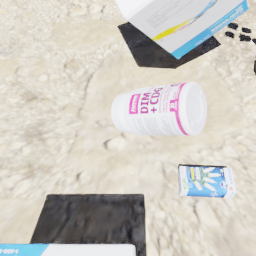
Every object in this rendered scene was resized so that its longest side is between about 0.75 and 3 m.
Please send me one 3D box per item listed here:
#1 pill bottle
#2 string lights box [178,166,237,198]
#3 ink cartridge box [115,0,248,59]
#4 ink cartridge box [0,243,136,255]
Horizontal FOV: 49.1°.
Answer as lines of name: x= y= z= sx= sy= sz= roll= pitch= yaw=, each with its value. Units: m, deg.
pill bottle: x=0.439 y=-0.262 z=4.301 sx=1.338 sy=0.758 sz=0.758 roll=-2 pitch=44 yaw=39
string lights box: x=1.672 y=1.165 z=6.038 sx=1.131 sy=0.334 sz=0.581 roll=2 pitch=51 yaw=1
ink cartridge box: x=0.990 y=-3.279 z=6.073 sx=2.124 sy=2.937 sz=2.162 roll=-32 pitch=75 yaw=24
ink cartridge box: x=-0.971 y=3.164 z=3.253 sx=2.171 sy=2.133 sz=2.949 roll=1 pitch=51 yaw=1
